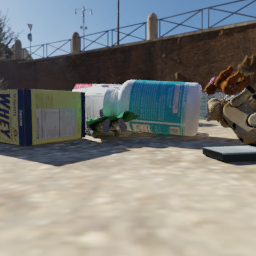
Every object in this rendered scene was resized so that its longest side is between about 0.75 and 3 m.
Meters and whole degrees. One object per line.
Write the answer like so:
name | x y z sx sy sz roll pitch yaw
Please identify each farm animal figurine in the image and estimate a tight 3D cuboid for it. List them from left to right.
farm animal figurine | 2.520 -0.419 6.743 1.192 1.914 2.370 -45 -10 15

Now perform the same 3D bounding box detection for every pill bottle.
pill bottle | 0.686 -0.611 7.984 2.661 1.474 1.474 6 6 13

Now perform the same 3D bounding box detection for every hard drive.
hard drive | 1.806 0.421 4.686 0.909 0.149 0.634 -1 5 -14

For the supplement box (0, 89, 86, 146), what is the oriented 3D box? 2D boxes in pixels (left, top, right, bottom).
supplement box | -2.348 -0.324 7.079 1.822 1.223 1.820 4 6 36

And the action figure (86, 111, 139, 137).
action figure | -0.659 -0.052 7.658 1.304 0.604 2.208 -3 -1 -17

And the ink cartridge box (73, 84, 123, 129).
ink cartridge box | -0.510 -0.835 10.221 2.943 1.241 2.130 0 20 -4

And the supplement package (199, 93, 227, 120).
supplement package | 4.938 -1.262 16.261 1.479 1.546 1.137 -5 7 -43
